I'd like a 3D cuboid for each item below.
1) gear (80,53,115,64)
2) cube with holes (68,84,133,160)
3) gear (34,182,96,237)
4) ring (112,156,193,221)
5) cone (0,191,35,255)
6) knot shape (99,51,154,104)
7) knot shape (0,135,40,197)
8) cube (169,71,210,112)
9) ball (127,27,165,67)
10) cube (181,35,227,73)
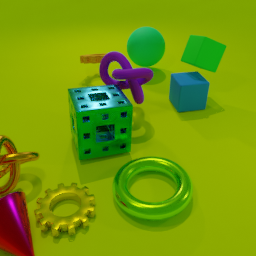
[{"bbox_3d":[-0.983,-2.401,9.624,1.303,0.241,1.303,-3,18,1],"label":"gear"},{"bbox_3d":[-0.679,-0.183,6.588,1.224,1.224,1.224,-8,32,-17],"label":"cube with holes"},{"bbox_3d":[-1.163,1.488,5.245,1.094,0.202,1.094,1,34,-1],"label":"gear"},{"bbox_3d":[0.483,1.145,5.599,1.605,0.321,1.605,-2,35,1],"label":"ring"},{"bbox_3d":[-1.810,1.773,4.522,1.050,1.047,1.047,44,51,15],"label":"cone"},{"bbox_3d":[-0.115,-1.408,7.562,1.521,1.625,0.751,32,78,12],"label":"knot shape"},{"bbox_3d":[-2.370,0.664,5.360,0.593,1.202,1.284,38,60,23],"label":"knot shape"},{"bbox_3d":[1.771,-1.080,8.256,0.865,0.865,0.865,-7,35,-9],"label":"cube"},{"bbox_3d":[0.642,-2.891,10.023,1.385,1.385,1.385,0,36,0],"label":"ball"},{"bbox_3d":[2.192,-2.182,8.206,0.812,0.812,0.812,13,16,-25],"label":"cube"}]
